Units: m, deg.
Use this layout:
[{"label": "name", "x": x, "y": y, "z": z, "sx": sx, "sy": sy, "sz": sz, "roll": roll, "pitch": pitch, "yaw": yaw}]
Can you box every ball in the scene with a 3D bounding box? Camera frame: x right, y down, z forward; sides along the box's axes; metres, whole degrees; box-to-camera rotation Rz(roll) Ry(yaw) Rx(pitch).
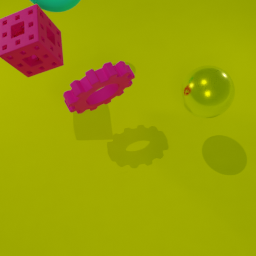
[{"label": "ball", "x": 1.805, "y": -0.817, "z": 6.407, "sx": 1.204, "sy": 1.204, "sz": 1.204, "roll": 0, "pitch": 66, "yaw": 0}]

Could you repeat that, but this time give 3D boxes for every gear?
[{"label": "gear", "x": -0.674, "y": -0.932, "z": 6.682, "sx": 1.730, "sy": 1.730, "sz": 0.320, "roll": -27, "pitch": 80, "yaw": -12}]

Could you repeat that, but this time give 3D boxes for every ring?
[{"label": "ring", "x": -1.865, "y": -3.785, "z": 6.974, "sx": 1.695, "sy": 0.339, "sz": 1.695, "roll": -4, "pitch": 104, "yaw": -18}]

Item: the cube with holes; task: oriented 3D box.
[{"label": "cube with holes", "x": -2.292, "y": -2.033, "z": 6.691, "sx": 1.040, "sy": 1.040, "sz": 1.040, "roll": -15, "pitch": 68, "yaw": 14}]
